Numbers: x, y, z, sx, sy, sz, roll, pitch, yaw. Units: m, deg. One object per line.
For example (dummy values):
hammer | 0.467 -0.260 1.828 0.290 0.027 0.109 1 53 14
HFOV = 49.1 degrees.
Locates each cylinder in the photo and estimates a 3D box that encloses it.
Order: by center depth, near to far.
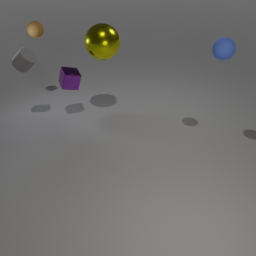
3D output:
cylinder | -3.948 -2.595 10.691 0.700 0.700 0.700 -33 14 32

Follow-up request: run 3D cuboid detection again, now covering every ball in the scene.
ball | 2.986 -2.460 8.710 0.700 0.700 0.700 0 31 0
ball | -0.999 -3.365 10.972 1.400 1.400 1.400 0 31 0
ball | -4.004 -4.255 12.106 0.700 0.700 0.700 0 31 0

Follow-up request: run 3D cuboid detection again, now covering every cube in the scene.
cube | -2.411 -2.045 11.586 0.700 0.700 0.700 -1 40 -29
